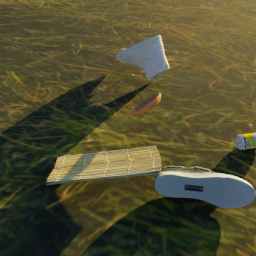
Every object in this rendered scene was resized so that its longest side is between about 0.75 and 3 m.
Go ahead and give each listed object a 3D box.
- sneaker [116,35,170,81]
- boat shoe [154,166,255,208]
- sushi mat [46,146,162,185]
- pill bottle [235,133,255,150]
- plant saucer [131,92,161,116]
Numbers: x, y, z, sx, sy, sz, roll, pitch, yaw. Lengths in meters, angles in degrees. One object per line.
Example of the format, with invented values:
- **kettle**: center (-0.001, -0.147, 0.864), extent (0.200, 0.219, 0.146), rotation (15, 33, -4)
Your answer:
- **sneaker**: center (0.550, -2.545, 11.151), extent (0.987, 1.549, 2.680), rotation (-28, 14, -27)
- **boat shoe**: center (1.781, 1.275, 6.643), extent (2.279, 0.806, 0.726), rotation (9, 21, 7)
- **sushi mat**: center (-0.568, 0.920, 7.055), extent (2.778, 0.168, 1.329), rotation (-6, 20, 4)
- **pill bottle**: center (3.563, 0.371, 8.070), extent (0.809, 0.442, 0.442), rotation (-6, 39, -9)
- **plant saucer**: center (0.589, -0.696, 8.613), extent (1.084, 0.203, 1.084), rotation (-35, 11, 8)
